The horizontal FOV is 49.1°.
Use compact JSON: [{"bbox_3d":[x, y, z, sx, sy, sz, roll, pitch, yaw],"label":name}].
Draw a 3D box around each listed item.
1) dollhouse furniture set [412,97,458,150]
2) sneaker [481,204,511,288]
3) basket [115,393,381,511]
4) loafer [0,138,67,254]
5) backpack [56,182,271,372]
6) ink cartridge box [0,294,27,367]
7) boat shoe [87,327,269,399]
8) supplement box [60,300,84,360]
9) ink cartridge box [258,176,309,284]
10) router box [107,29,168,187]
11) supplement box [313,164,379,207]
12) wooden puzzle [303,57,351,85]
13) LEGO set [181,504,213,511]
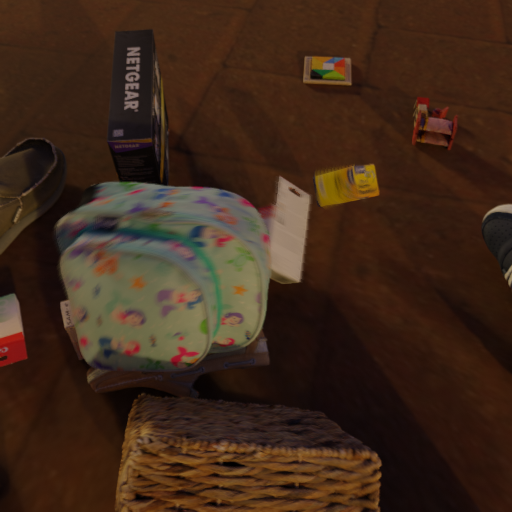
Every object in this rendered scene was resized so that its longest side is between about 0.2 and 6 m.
[{"bbox_3d":[3.907,-3.042,12.264,0.828,0.626,1.539,10,49,9],"label":"dollhouse furniture set"},{"bbox_3d":[4.322,0.674,8.498,1.921,1.241,3.541,-21,54,-20],"label":"sneaker"},{"bbox_3d":[-0.220,2.813,6.413,2.716,2.023,1.938,7,86,-12],"label":"basket"},{"bbox_3d":[-4.615,-1.142,10.148,1.303,1.207,3.464,11,49,10],"label":"loafer"},{"bbox_3d":[-1.058,0.266,6.898,2.485,2.206,1.871,0,31,1],"label":"backpack"},{"bbox_3d":[-4.120,1.205,8.670,0.939,0.292,1.167,-17,48,-14],"label":"ink cartridge box"},{"bbox_3d":[-1.064,1.618,7.916,2.579,0.924,0.982,-18,82,-1],"label":"boat shoe"},{"bbox_3d":[-2.110,0.945,8.472,1.426,0.899,0.524,-15,51,-14],"label":"supplement box"},{"bbox_3d":[0.411,-0.418,9.337,0.402,0.869,1.595,-8,66,41],"label":"ink cartridge box"},{"bbox_3d":[-2.090,-2.337,10.294,0.739,2.225,2.830,-4,56,-3],"label":"router box"},{"bbox_3d":[1.559,-1.225,9.823,0.552,0.555,1.014,-12,3,-35],"label":"supplement box"},{"bbox_3d":[1.787,-4.675,14.009,1.170,0.235,1.264,3,48,4],"label":"wooden puzzle"},{"bbox_3d":[-0.614,3.151,6.662,0.771,0.624,1.676,-4,48,-3],"label":"LEGO set"}]
